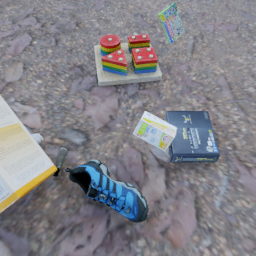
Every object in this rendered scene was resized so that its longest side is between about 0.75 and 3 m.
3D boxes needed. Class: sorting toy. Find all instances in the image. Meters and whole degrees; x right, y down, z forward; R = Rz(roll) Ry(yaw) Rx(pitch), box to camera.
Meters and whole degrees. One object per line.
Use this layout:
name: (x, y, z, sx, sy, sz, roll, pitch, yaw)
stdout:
sorting toy: (-0.076, -2.756, 10.660, 2.322, 0.813, 2.337, -7, 50, -6)

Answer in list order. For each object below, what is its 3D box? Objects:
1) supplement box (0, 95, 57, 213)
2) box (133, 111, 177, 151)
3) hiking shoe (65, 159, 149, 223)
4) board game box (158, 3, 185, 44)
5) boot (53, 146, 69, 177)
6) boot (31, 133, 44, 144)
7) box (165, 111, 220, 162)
supplement box: (-3.166, 0.432, 6.495, 2.739, 1.007, 1.726, 53, 18, -1)
box: (0.749, 0.086, 7.680, 1.027, 0.578, 0.521, 29, 34, 0)
hiking shoe: (-0.529, 1.605, 6.750, 2.221, 0.826, 0.963, 30, 24, 33)
board game box: (1.726, -4.102, 11.003, 0.845, 1.255, 0.183, -43, 37, -15)
boot: (-1.809, 0.917, 7.519, 0.272, 0.802, 0.524, 15, 37, -14)
boot: (-2.793, 0.304, 8.263, 0.394, 0.304, 0.825, -38, 41, -27)
box: (1.862, 0.217, 8.335, 1.336, 0.432, 1.694, 0, 50, -1)
